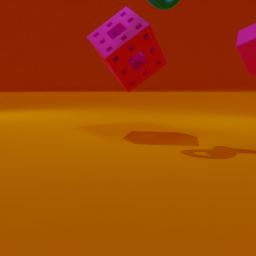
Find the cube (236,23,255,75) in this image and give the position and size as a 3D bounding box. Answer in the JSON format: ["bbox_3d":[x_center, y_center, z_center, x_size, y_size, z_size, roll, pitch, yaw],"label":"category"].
[{"bbox_3d":[4.007,-2.452,8.353,1.097,1.097,1.097,-18,31,38],"label":"cube"}]

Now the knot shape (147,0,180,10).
[{"bbox_3d":[0.450,-3.322,6.193,1.474,1.379,0.681,-7,-27,-20],"label":"knot shape"}]

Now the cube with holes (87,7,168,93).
[{"bbox_3d":[-0.015,-2.066,7.430,1.315,1.315,1.315,-37,48,2],"label":"cube with holes"}]
